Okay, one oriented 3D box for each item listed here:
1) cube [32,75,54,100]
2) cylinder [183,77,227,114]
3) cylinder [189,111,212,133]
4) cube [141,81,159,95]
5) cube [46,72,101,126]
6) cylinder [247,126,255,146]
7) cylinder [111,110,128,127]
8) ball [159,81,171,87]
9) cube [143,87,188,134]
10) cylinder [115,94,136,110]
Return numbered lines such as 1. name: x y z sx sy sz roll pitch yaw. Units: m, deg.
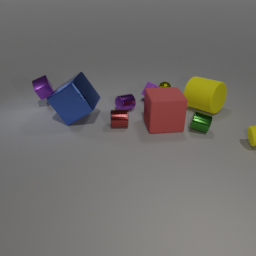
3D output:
1. cube: -3.866 -1.845 12.803 0.700 0.700 0.700 -26 53 -3
2. cylinder: 3.444 -1.489 12.529 1.400 1.400 1.400 23 36 40
3. cylinder: 2.824 -0.243 10.903 0.700 0.700 0.700 19 31 5
4. cube: 1.209 -1.721 13.482 0.700 0.700 0.700 24 9 -33
5. cube: -2.207 -1.224 11.598 1.400 1.400 1.400 -28 21 21
6. cylinder: 4.609 0.244 9.719 0.700 0.700 0.700 -9 27 8
7. cylinder: -0.339 -0.389 11.309 0.700 0.700 0.700 -1 28 -1
8. ball: 1.888 -2.039 14.376 0.700 0.700 0.700 0 28 0
9. cube: 1.442 -0.738 11.222 1.400 1.400 1.400 -3 29 -7
10. cylinder: -0.124 -1.150 12.638 0.700 0.700 0.700 -15 32 -33
